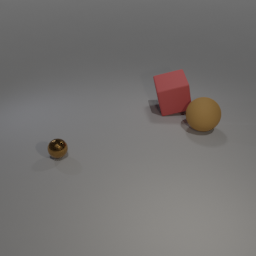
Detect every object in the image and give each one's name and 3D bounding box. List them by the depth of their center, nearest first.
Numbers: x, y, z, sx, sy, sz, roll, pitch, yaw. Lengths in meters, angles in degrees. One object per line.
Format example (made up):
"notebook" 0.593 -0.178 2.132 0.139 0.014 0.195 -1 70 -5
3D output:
"ball" -2.474 0.717 9.862 0.700 0.700 0.700 0 30 0
"ball" 3.060 -0.556 11.388 1.400 1.400 1.400 0 30 0
"cube" 2.039 -1.624 12.870 1.400 1.400 1.400 -13 40 6
